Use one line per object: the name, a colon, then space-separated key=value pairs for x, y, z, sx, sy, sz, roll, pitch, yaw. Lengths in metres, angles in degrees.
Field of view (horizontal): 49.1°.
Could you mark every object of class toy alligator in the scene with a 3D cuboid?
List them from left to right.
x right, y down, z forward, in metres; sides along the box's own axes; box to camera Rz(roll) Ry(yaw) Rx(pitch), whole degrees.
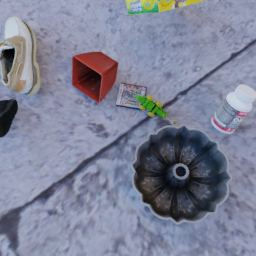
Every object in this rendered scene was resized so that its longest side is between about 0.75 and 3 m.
toy alligator: x=0.844 y=-0.571 z=8.424 sx=1.593 sy=0.432 sz=0.472 roll=33 pitch=107 yaw=-15

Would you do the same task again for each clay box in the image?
clay box: x=1.048 y=-3.928 z=8.623 sx=2.404 sy=0.572 sz=1.381 roll=-27 pitch=29 yaw=-32

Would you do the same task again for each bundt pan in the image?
bundt pan: x=1.336 y=1.258 z=7.496 sx=2.565 sy=0.963 sz=2.565 roll=0 pitch=70 yaw=0

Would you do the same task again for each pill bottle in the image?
pill bottle: x=2.977 y=-0.531 z=7.853 sx=0.743 sy=1.341 sz=0.743 roll=12 pitch=44 yaw=-11

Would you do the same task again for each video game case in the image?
video game case: x=0.115 y=-0.989 z=8.765 sx=0.876 sy=0.112 sz=0.792 roll=10 pitch=71 yaw=3

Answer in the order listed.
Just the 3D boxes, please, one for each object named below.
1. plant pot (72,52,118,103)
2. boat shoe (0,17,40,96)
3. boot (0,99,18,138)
plant pot: x=-0.930 y=-1.652 z=8.460 sx=1.139 sy=1.138 sz=1.003 roll=35 pitch=52 yaw=17
boat shoe: x=-3.455 y=-2.351 z=8.589 sx=1.049 sy=0.960 sz=2.806 roll=-33 pitch=66 yaw=30
boot: x=-4.061 y=-0.308 z=7.966 sx=1.391 sy=0.632 sz=1.656 roll=0 pitch=37 yaw=-1
